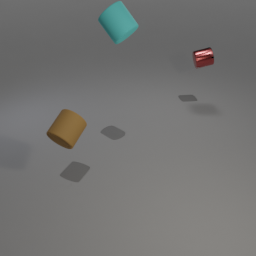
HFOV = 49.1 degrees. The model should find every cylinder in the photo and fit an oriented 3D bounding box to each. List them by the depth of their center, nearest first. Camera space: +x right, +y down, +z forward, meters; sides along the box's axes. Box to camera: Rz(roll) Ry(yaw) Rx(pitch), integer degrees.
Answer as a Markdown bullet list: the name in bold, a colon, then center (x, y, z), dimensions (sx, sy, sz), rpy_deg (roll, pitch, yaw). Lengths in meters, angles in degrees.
- **cylinder**: center (-0.228, -2.477, 6.621), dimensions (0.700, 0.700, 0.700), rpy_deg (-37, 6, 5)
- **cylinder**: center (-1.443, 0.028, 6.626), dimensions (0.700, 0.700, 0.700), rpy_deg (17, 64, 26)
- **cylinder**: center (3.018, -2.813, 11.259), dimensions (0.700, 0.700, 0.700), rpy_deg (-13, 29, 7)
